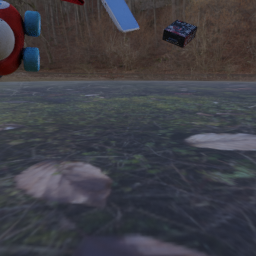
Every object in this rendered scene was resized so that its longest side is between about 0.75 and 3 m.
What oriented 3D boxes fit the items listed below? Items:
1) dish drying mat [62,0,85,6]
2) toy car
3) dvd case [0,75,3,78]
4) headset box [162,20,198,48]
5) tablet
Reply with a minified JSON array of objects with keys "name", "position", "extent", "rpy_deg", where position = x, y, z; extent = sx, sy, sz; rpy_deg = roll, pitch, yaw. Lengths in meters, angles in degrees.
[{"name":"dish drying mat","position":[-1.959,-3.593,7.219],"extent":[0.841,0.199,2.189],"rpy_deg":[22,10,-47]},{"name":"toy car","position":[-3.391,-2.424,7.091],"extent":[2.081,1.997,2.258],"rpy_deg":[2,4,-13]},{"name":"dvd case","position":[-3.999,-2.640,9.305],"extent":[0.157,1.461,1.964],"rpy_deg":[30,-30,-1]},{"name":"headset box","position":[2.175,-4.001,11.912],"extent":[1.030,0.520,1.386],"rpy_deg":[28,49,19]},{"name":"tablet","position":[-0.301,-4.399,10.578],"extent":[0.173,1.647,2.532],"rpy_deg":[-27,11,24]}]
